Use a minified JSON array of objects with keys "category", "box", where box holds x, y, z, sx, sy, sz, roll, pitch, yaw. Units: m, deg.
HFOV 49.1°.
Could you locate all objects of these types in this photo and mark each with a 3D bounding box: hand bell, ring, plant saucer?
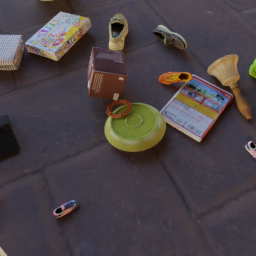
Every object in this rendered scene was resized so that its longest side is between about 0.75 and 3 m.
[{"category":"hand bell","box":[4.048,-1.426,10.502,1.237,1.237,2.376,-16,71,-10]},{"category":"ring","box":[-0.326,-0.723,10.045,0.957,0.092,0.957,-8,45,8]},{"category":"plant saucer","box":[0.228,-0.156,9.752,2.168,0.337,2.168,-4,51,5]}]

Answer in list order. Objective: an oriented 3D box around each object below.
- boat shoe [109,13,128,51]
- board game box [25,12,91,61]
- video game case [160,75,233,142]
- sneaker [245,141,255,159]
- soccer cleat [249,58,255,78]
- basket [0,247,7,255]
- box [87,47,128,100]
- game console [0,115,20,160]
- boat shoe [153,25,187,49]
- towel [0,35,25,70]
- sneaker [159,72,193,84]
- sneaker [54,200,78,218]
[{"category":"boat shoe","box":[-0.461,-4.396,12.399,0.841,0.725,2.305,7,58,4]},{"category":"board game box","box":[-3.007,-4.072,12.227,1.695,0.432,2.521,21,60,23]},{"category":"video game case","box":[2.538,-0.826,10.442,1.775,0.217,2.483,33,64,20]},{"category":"sneaker","box":[4.309,0.802,9.334,0.300,0.350,0.854,-34,64,-20]},{"category":"soccer cleat","box":[5.827,-3.045,11.316,0.924,1.109,2.736,33,63,19]},{"category":"basket","box":[-4.201,3.721,6.379,1.923,2.437,2.764,20,45,29]},{"category":"box","box":[-0.800,-2.011,10.350,1.212,1.224,1.476,6,47,-16]},{"category":"game console","box":[-4.751,0.440,9.680,1.667,0.970,1.466,-24,31,-15]},{"category":"boat shoe","box":[1.793,-3.856,12.173,0.571,0.620,1.736,-40,63,-13]},{"category":"towel","box":[-5.113,-3.110,11.638,1.333,0.689,1.610,1,59,2]},{"category":"sneaker","box":[1.822,-1.985,10.850,1.330,0.513,0.485,-3,91,22]},{"category":"sneaker","box":[-1.845,2.383,8.348,0.792,0.325,0.278,-32,63,-18]}]
